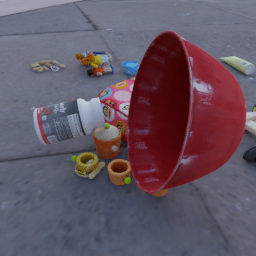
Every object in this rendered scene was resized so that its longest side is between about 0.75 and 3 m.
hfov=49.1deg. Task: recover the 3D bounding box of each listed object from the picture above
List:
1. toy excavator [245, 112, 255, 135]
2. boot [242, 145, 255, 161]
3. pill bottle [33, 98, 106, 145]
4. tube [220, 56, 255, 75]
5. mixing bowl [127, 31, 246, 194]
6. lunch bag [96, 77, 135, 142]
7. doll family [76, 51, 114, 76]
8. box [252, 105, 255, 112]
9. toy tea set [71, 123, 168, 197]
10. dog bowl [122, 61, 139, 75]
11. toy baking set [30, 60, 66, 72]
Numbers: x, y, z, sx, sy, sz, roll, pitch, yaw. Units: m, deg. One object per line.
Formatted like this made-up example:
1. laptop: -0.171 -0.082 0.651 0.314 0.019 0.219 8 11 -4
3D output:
1. toy excavator: 4.437 0.180 7.605 2.363 1.180 2.298 -4 32 10
2. boot: 3.682 0.890 7.010 1.273 0.441 1.109 -4 34 -10
3. pill bottle: -1.373 -0.200 6.730 1.555 0.901 0.901 -14 35 -4
4. tube: 4.994 -2.942 12.721 0.550 0.492 1.897 30 18 -29
5. mixing bowl: 1.170 -0.209 5.533 1.622 2.996 2.996 6 32 -18
6. lunch bag: 0.694 -0.644 8.624 2.813 1.152 2.478 -27 43 -34
7. doll family: -1.560 -3.079 12.382 1.366 0.992 2.201 -12 36 -17
8. box: 4.789 -0.259 8.845 0.903 0.285 1.642 -6 35 -9
9. toy tea set: -0.036 0.656 6.872 2.627 0.972 1.562 13 36 19
10. dog bowl: 0.410 -2.571 12.215 1.404 0.348 0.783 18 38 23
11. toy baking set: -3.640 -2.797 12.734 1.547 0.180 1.187 -10 38 -14
